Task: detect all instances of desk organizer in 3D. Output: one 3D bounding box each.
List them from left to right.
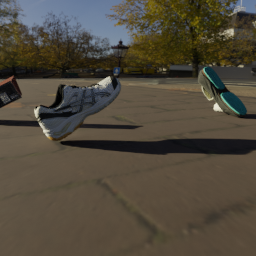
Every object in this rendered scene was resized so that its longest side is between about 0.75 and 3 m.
[{"bbox_3d":[-3.785,-0.851,7.903,1.543,0.554,0.594,-25,28,2],"label":"desk organizer"}]

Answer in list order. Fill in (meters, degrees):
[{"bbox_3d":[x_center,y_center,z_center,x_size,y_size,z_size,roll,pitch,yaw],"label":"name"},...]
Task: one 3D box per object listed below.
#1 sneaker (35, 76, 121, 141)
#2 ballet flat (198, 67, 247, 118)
[{"bbox_3d":[-0.985,-0.628,5.761,1.994,0.874,0.754,-42,21,-26],"label":"sneaker"},{"bbox_3d":[3.006,-1.038,9.138,0.740,0.744,2.176,-12,59,-27],"label":"ballet flat"}]
